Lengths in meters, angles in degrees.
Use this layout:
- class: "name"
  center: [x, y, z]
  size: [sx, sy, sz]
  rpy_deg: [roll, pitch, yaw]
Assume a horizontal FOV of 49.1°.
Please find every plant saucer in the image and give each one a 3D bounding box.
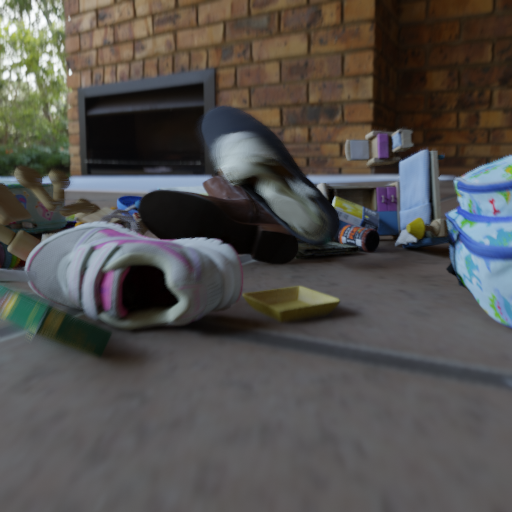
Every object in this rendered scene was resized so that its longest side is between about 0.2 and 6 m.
- class: "plant saucer"
  center: [0.358, 0.519, 5.904]
  size: [0.775, 0.188, 0.775]
  rpy_deg: [-6, 12, -30]

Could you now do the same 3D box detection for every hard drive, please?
- class: "hard drive"
  center: [-2.539, 0.164, 5.205]
  size: [0.518, 0.105, 0.785]
  rpy_deg: [1, -6, 26]

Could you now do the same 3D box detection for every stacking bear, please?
- class: "stacking bear"
  center: [-3.581, -0.009, 7.864]
  size: [0.674, 0.631, 1.110]
  rpy_deg: [3, 5, 11]

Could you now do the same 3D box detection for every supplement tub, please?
- class: "supplement tub"
  center: [1.762, -0.311, 9.929]
  size: [0.429, 0.429, 0.802]
  rpy_deg: [-7, 12, -37]

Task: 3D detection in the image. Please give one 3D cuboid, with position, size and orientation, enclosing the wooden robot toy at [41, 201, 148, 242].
- class: "wooden robot toy"
  center: [-2.523, -0.408, 8.592]
  size: [0.892, 0.866, 1.965]
  rpy_deg: [30, 40, 26]

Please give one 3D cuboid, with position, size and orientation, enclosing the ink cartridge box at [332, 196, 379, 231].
- class: "ink cartridge box"
  center: [1.837, -0.813, 10.376]
  size: [0.893, 0.212, 0.904]
  rpy_deg: [21, 31, 0]

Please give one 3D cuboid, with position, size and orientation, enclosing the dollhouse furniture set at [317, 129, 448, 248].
- class: "dollhouse furniture set"
  center: [2.195, -1.291, 9.979]
  size: [1.612, 2.333, 2.471]
  rpy_deg: [-2, -1, -10]

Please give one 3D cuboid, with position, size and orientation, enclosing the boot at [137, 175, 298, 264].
- class: "boot"
  center: [-0.725, -0.907, 9.355]
  size: [2.581, 0.889, 2.769]
  rpy_deg: [19, 22, -20]

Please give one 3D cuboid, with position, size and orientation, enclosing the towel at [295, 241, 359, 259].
- class: "towel"
  center: [0.969, -0.115, 9.649]
  size: [1.169, 0.210, 1.214]
  rpy_deg: [-2, 8, -28]

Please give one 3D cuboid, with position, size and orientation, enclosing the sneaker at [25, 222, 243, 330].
- class: "sneaker"
  center: [-1.383, 0.188, 5.559]
  size: [2.358, 0.959, 1.040]
  rpy_deg: [1, 10, 18]

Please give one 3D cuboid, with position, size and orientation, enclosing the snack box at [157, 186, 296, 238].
- class: "snack box"
  center: [-0.639, -0.989, 12.264]
  size: [1.974, 0.630, 3.398]
  rpy_deg: [-6, 18, -29]

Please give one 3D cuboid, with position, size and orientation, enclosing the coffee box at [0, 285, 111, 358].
- class: "coffee box"
  center: [-1.821, 0.523, 4.727]
  size: [1.119, 0.246, 0.688]
  rpy_deg: [12, -17, 39]

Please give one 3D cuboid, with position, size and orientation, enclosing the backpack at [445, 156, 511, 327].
- class: "backpack"
  center: [3.026, -0.253, 5.739]
  size: [2.028, 1.629, 2.216]
  rpy_deg: [-14, 15, 14]

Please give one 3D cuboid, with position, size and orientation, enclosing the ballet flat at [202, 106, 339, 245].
- class: "ballet flat"
  center: [0.157, -1.136, 8.021]
  size: [2.626, 0.959, 0.959]
  rpy_deg: [45, 13, -1]

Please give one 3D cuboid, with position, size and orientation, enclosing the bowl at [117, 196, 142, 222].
- class: "bowl"
  center: [-2.499, -1.025, 13.203]
  size: [1.576, 0.309, 1.576]
  rpy_deg: [15, 17, -5]

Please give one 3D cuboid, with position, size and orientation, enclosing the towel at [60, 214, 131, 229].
- class: "towel"
  center: [-3.798, -0.826, 13.351]
  size: [2.214, 0.252, 1.590]
  rpy_deg: [4, 12, 20]

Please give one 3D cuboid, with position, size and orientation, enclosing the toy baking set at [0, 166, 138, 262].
- class: "toy baking set"
  center: [-2.230, -0.330, 7.015]
  size: [2.412, 0.281, 1.851]
  rpy_deg: [37, 30, -19]

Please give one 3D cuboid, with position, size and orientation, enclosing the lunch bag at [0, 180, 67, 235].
- class: "lunch bag"
  center: [-5.507, -1.019, 11.860]
  size: [2.977, 1.148, 2.388]
  rpy_deg: [9, 11, 41]
